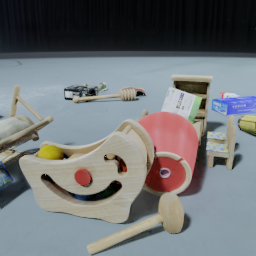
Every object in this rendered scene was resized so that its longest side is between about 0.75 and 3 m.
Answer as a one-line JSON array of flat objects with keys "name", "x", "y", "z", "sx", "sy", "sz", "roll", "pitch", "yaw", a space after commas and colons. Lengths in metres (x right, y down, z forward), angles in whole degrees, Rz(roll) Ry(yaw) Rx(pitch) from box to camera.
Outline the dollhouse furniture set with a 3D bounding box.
[{"name": "dollhouse furniture set", "x": 1.658, "y": -0.355, "z": 7.871, "sx": 2.456, "sy": 1.862, "sz": 2.802, "roll": 5, "pitch": 20, "yaw": 14}]

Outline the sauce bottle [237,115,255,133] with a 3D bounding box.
[{"name": "sauce bottle", "x": 4.100, "y": -0.071, "z": 8.648, "sx": 0.550, "sy": 0.550, "sz": 1.700, "roll": -4, "pitch": 9, "yaw": -12}]

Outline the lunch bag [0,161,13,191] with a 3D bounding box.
[{"name": "lunch bag", "x": -2.892, "y": 1.168, "z": 5.464, "sx": 0.952, "sy": 0.607, "sz": 0.809, "roll": -24, "pitch": 8, "yaw": 26}]

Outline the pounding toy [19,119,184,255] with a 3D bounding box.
[{"name": "pounding toy", "x": -0.526, "y": 0.847, "z": 4.702, "sx": 2.937, "sy": 1.679, "sz": 1.685, "roll": 5, "pitch": 20, "yaw": 15}]

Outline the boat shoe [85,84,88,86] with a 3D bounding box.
[{"name": "boat shoe", "x": -2.467, "y": -2.308, "z": 15.888, "sx": 0.333, "sy": 0.313, "sz": 0.904, "roll": 3, "pitch": 19, "yaw": 7}]

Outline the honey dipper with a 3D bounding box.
[{"name": "honey dipper", "x": -1.119, "y": -1.488, "z": 13.213, "sx": 2.935, "sy": 0.557, "sz": 0.557, "roll": -5, "pitch": 20, "yaw": -10}]

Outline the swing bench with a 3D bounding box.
[{"name": "swing bench", "x": -3.154, "y": 0.323, "z": 6.317, "sx": 1.335, "sy": 2.058, "sz": 2.047, "roll": 44, "pitch": 30, "yaw": 3}]

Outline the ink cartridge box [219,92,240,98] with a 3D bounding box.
[{"name": "ink cartridge box", "x": 4.889, "y": -1.511, "z": 13.609, "sx": 0.883, "sy": 0.297, "sz": 0.513, "roll": 14, "pitch": 23, "yaw": 34}]

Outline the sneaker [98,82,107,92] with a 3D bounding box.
[{"name": "sneaker", "x": -1.542, "y": -2.297, "z": 15.639, "sx": 0.338, "sy": 0.453, "sz": 1.009, "roll": 10, "pitch": 21, "yaw": 27}]

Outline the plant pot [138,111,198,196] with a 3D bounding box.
[{"name": "plant pot", "x": 0.773, "y": 0.592, "z": 5.977, "sx": 1.542, "sy": 1.542, "sz": 1.364, "roll": 2, "pitch": 28, "yaw": 7}]

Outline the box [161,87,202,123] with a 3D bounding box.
[{"name": "box", "x": 1.437, "y": -0.599, "z": 7.523, "sx": 1.034, "sy": 0.747, "sz": 0.188, "roll": 15, "pitch": 9, "yaw": -24}]

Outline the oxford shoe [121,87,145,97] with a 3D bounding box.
[{"name": "oxford shoe", "x": 0.243, "y": -1.837, "z": 14.333, "sx": 1.326, "sy": 0.473, "sz": 0.483, "roll": -3, "pitch": 24, "yaw": -10}]

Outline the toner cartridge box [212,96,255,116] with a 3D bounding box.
[{"name": "toner cartridge box", "x": 4.734, "y": -0.955, "z": 11.735, "sx": 2.184, "sy": 0.472, "sz": 1.038, "roll": -6, "pitch": 19, "yaw": -18}]

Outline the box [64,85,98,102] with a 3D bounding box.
[{"name": "box", "x": -2.306, "y": -1.736, "z": 13.827, "sx": 1.335, "sy": 0.575, "sz": 1.093, "roll": 6, "pitch": 20, "yaw": 17}]
